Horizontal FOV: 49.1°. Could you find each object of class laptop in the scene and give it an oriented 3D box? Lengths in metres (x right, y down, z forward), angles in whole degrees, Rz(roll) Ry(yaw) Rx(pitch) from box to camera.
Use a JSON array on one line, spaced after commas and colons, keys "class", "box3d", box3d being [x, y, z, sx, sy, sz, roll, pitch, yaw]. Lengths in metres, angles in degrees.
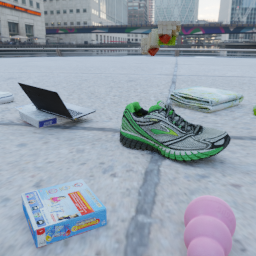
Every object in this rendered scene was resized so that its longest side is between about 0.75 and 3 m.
[{"class": "laptop", "box3d": [-2.281, -0.987, 9.232, 1.731, 1.071, 1.849, 17, 25, 28]}]

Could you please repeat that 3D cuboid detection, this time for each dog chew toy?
[{"class": "dog chew toy", "box3d": [1.027, 1.377, 3.601, 0.688, 0.688, 1.105, 6, 25, 18]}]

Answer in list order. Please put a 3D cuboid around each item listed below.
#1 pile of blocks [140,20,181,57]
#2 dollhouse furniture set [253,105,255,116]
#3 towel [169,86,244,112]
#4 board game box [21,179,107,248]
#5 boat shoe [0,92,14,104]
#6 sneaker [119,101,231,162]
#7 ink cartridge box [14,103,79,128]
[{"class": "pile of blocks", "box3d": [1.225, -3.165, 10.498, 1.077, 0.816, 2.625, 5, -1, -15]}, {"class": "dollhouse furniture set", "box3d": [5.272, -0.905, 10.710, 0.853, 0.654, 1.302, 8, 19, 23]}, {"class": "towel", "box3d": [3.326, -1.269, 12.012, 2.562, 0.617, 2.193, -15, 26, -39]}, {"class": "board game box", "box3d": [-1.036, 1.277, 4.427, 1.063, 0.303, 1.086, -9, 20, -27]}, {"class": "boat shoe", "box3d": [-6.388, -1.486, 12.149, 2.654, 0.886, 0.976, -7, 19, -20]}, {"class": "sneaker", "box3d": [1.009, 0.017, 6.866, 2.901, 1.236, 1.132, 11, 21, 29]}, {"class": "ink cartridge box", "box3d": [-2.866, -0.530, 9.883, 1.664, 0.360, 1.634, 21, 28, 39]}]
